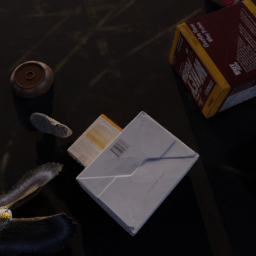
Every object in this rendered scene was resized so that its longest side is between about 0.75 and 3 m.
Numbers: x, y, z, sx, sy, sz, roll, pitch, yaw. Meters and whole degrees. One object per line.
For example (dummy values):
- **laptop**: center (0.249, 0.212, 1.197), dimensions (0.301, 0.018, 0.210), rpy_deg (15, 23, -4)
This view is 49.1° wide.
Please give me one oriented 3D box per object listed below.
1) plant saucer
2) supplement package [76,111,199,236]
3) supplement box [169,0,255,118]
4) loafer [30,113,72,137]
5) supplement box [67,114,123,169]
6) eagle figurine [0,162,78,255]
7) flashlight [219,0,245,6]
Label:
- **plant saucer**: center (-3.215, -1.682, 9.250), dimensions (1.429, 0.261, 1.429), rpy_deg (0, 68, 0)
- **supplement package**: center (0.243, 1.201, 7.393), dimensions (1.924, 1.370, 2.471), rpy_deg (40, 71, 15)
- **supplement box**: center (3.060, -2.121, 8.654), dimensions (2.538, 1.685, 2.503), rpy_deg (-23, 69, -10)
- **loafer**: center (-2.323, -0.050, 8.509), dimensions (1.365, 0.429, 0.491), rpy_deg (23, 91, 16)
- **supplement box**: center (-0.878, 0.475, 8.159), dimensions (0.945, 0.551, 1.499), rpy_deg (38, 72, 15)
- **eagle figurine**: center (-2.899, 2.190, 7.021), dimensions (2.792, 2.107, 2.119), rpy_deg (-7, 108, -34)
- **flashlight**: center (3.589, -4.870, 10.420), dimensions (1.805, 0.613, 0.611), rpy_deg (35, 71, 14)
